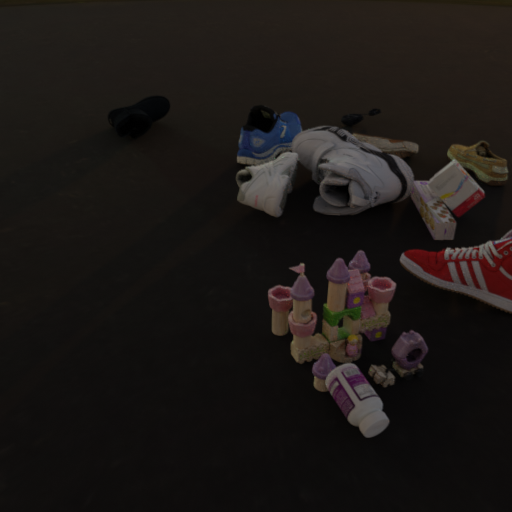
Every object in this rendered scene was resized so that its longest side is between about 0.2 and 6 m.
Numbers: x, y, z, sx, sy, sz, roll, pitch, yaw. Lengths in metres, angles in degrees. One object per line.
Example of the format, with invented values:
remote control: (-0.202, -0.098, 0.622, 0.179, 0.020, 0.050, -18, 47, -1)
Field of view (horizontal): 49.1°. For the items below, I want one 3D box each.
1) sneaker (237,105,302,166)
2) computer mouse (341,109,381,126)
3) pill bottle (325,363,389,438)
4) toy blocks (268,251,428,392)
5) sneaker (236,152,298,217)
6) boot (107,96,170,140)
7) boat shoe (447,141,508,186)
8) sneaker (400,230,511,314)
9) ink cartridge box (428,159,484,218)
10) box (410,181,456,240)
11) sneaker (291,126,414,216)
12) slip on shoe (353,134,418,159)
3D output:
sneaker: (0.462, -3.464, 15.185, 1.169, 1.327, 2.977, 14, 33, 21)
computer mouse: (3.327, -4.355, 17.639, 1.673, 0.285, 0.490, -21, 31, -29)
pill bottle: (1.296, 1.845, 7.144, 0.493, 0.493, 0.878, -13, 44, -21)
toy blocks: (1.288, 0.724, 7.979, 1.763, 1.588, 1.887, -11, 33, -19)
sneaker: (0.223, -1.787, 12.503, 1.239, 0.971, 2.493, 14, 29, 7)
boot: (-3.346, -4.127, 16.761, 2.050, 0.783, 1.722, -20, 32, -17)
boat shoe: (5.625, -2.520, 14.109, 0.760, 0.808, 2.121, -10, 33, -16)
sneaker: (3.598, 0.016, 9.210, 2.242, 1.261, 0.799, 20, 28, 17)
ink cartridge box: (4.233, -1.442, 11.867, 0.965, 0.698, 0.701, 48, 27, 1)
box: (3.757, -1.008, 11.990, 0.403, 0.432, 2.085, 0, 32, 0)
sneaker: (1.702, -1.980, 12.748, 1.939, 1.267, 3.373, -24, 42, -38)
slip on shoe: (3.287, -2.637, 14.403, 0.979, 0.780, 2.575, 19, 17, 37)
